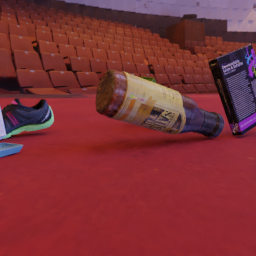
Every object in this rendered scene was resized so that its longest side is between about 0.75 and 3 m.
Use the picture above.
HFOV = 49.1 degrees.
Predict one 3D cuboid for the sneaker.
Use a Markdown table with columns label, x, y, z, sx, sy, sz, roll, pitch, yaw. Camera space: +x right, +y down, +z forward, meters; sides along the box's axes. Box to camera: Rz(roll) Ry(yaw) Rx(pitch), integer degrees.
| label | x | y | z | sx | sy | sz | roll | pitch | yaw |
| --- | --- | --- | --- | --- | --- | --- | --- | --- | --- |
| sneaker | -2.792 | -0.263 | 6.666 | 2.028 | 0.850 | 0.778 | -19 | 23 | -40 |

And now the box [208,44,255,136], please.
| label | x | y | z | sx | sy | sz | roll | pitch | yaw |
| --- | --- | --- | --- | --- | --- | --- | --- | --- | --- |
| box | 2.788 | -0.949 | 6.849 | 1.372 | 1.919 | 0.346 | -25 | 10 | -29 |

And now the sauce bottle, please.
| label | x | y | z | sx | sy | sz | roll | pitch | yaw |
| --- | --- | --- | --- | --- | --- | --- | --- | --- | --- |
| sauce bottle | 0.799 | -0.375 | 5.891 | 2.945 | 0.972 | 0.972 | 13 | 2 | -25 |

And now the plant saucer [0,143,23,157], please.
| label | x | y | z | sx | sy | sz | roll | pitch | yaw |
| --- | --- | --- | --- | --- | --- | --- | --- | --- | --- |
| plant saucer | -2.520 | 0.465 | 4.575 | 0.561 | 0.152 | 1.605 | 4 | 11 | 26 |

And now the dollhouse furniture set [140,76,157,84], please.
| label | x | y | z | sx | sy | sz | roll | pitch | yaw |
| --- | --- | --- | --- | --- | --- | --- | --- | --- | --- |
| dollhouse furniture set | 0.984 | -0.792 | 8.469 | 1.680 | 1.101 | 0.843 | 17 | 57 | 39 |

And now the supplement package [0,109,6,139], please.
| label | x | y | z | sx | sy | sz | roll | pitch | yaw |
| --- | --- | --- | --- | --- | --- | --- | --- | --- | --- |
| supplement package | -3.034 | -0.105 | 5.052 | 1.188 | 0.895 | 0.902 | -8 | -9 | -45 |
